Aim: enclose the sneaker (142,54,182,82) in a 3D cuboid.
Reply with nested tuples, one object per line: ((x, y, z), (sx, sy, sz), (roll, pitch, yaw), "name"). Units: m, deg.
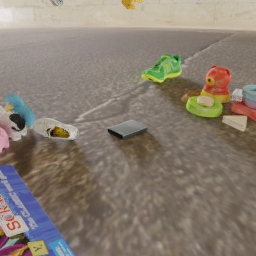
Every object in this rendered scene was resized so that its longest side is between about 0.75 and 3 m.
((1.670, -3.036, 13.954), (1.098, 1.239, 2.966), (19, 31, 34), "sneaker")

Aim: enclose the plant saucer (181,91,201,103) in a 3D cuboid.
((2.805, -1.231, 11.225), (1.294, 0.229, 1.294), (0, 25, 0), "plant saucer")

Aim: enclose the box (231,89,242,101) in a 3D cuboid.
((4.900, -1.256, 11.244), (1.294, 0.266, 1.009), (12, 27, 27), "box")

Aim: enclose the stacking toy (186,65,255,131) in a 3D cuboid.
((3.555, -1.172, 9.629), (2.864, 1.210, 2.593), (26, 35, 36), "stacking toy")

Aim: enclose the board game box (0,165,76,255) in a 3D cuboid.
((-2.060, 1.514, 3.235), (2.531, 0.521, 2.525), (39, 25, 31), "board game box")

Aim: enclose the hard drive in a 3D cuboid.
((-0.003, 0.040, 8.509), (1.031, 0.170, 0.720), (-21, 32, -38), "hard drive")

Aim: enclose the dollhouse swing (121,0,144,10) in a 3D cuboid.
((0.376, -4.326, 8.844), (0.898, 1.021, 0.928), (0, 40, -24), "dollhouse swing")

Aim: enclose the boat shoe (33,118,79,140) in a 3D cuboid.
((-2.184, 0.076, 7.954), (1.452, 0.537, 0.619), (15, 11, 16), "boat shoe")

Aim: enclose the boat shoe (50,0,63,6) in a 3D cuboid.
((-2.463, -4.303, 8.666), (0.363, 1.169, 0.421), (3, 45, 38), "boat shoe")

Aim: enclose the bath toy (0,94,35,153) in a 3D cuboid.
((-3.697, 0.009, 7.493), (1.285, 1.092, 2.955), (4, 26, 9), "bath toy")
